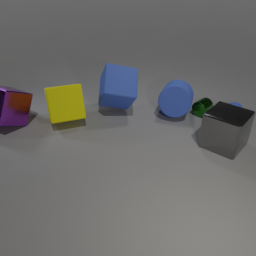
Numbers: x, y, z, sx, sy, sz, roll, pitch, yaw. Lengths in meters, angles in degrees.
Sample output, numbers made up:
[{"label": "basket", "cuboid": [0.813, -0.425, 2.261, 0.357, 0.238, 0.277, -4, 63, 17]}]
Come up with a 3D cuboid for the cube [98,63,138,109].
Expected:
[{"label": "cube", "cuboid": [-0.447, -1.770, 12.167, 1.400, 1.400, 1.400, 7, 72, -14]}]

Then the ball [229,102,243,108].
[{"label": "ball", "cuboid": [4.439, -0.734, 11.710, 0.700, 0.700, 0.700, 0, 31, 0]}]

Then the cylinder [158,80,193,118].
[{"label": "cylinder", "cuboid": [2.119, -1.309, 12.263, 1.400, 1.400, 1.400, 8, 21, 13]}]

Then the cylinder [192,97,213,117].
[{"label": "cylinder", "cuboid": [3.338, -0.938, 12.553, 0.700, 0.700, 0.700, 26, 40, 36]}]

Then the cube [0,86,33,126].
[{"label": "cube", "cuboid": [-4.999, -0.924, 11.421, 1.400, 1.400, 1.400, 17, 8, 26]}]

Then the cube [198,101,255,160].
[{"label": "cube", "cuboid": [3.592, 0.041, 10.266, 1.400, 1.400, 1.400, 23, 38, 33]}]

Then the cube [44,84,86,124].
[{"label": "cube", "cuboid": [-2.638, -1.049, 11.664, 1.400, 1.400, 1.400, -10, 11, -16]}]
